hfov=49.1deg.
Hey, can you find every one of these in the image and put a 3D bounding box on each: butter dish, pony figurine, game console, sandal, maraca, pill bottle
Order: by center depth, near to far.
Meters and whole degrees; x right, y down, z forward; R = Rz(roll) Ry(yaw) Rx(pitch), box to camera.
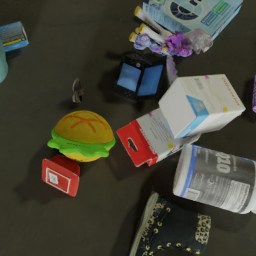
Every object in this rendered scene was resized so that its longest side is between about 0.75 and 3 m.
[{"bbox_3d":[2.601,1.410,7.459,2.552,1.452,1.452,14,67,7],"label":"pill bottle"},{"bbox_3d":[-1.215,0.284,7.583,1.765,2.574,1.377,8,103,-4],"label":"maraca"},{"bbox_3d":[-1.764,1.194,7.907,1.135,1.138,0.841,25,46,6],"label":"butter dish"},{"bbox_3d":[1.338,-2.642,8.931,2.487,2.071,2.401,18,40,-23],"label":"pony figurine"},{"bbox_3d":[0.355,-1.696,9.100,1.349,0.893,1.534,22,66,-14],"label":"game console"},{"bbox_3d":[0.434,-2.335,9.303,0.848,0.319,0.203,36,93,-6],"label":"sandal"}]

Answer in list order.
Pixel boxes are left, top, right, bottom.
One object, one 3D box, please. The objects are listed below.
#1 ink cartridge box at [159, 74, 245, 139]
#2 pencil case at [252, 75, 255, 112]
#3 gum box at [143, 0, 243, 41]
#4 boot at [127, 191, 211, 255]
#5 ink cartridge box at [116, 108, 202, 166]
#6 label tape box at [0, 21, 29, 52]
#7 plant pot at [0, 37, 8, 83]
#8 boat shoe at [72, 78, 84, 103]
[{"bbox_3d":[2.077,-0.611,7.699,1.905,1.193,1.225,-8,64,-27],"label":"ink cartridge box"},{"bbox_3d":[4.419,-1.202,9.040,0.661,0.673,1.574,20,65,-14],"label":"pencil case"},{"bbox_3d":[2.391,-4.532,10.527,2.838,0.632,2.411,37,71,15],"label":"gum box"},{"bbox_3d":[1.002,3.006,7.128,1.802,0.861,2.386,19,69,5],"label":"boot"},{"bbox_3d":[0.905,0.210,8.375,2.235,0.752,1.298,-26,71,-11],"label":"ink cartridge box"},{"bbox_3d":[-4.097,-3.176,10.069,0.867,0.380,1.202,-20,68,-8],"label":"label tape box"},{"bbox_3d":[-4.845,-2.303,8.836,2.079,1.953,2.079,0,66,0],"label":"plant pot"},{"bbox_3d":[-1.540,-1.172,8.815,0.334,0.912,0.340,18,48,4],"label":"boat shoe"}]
